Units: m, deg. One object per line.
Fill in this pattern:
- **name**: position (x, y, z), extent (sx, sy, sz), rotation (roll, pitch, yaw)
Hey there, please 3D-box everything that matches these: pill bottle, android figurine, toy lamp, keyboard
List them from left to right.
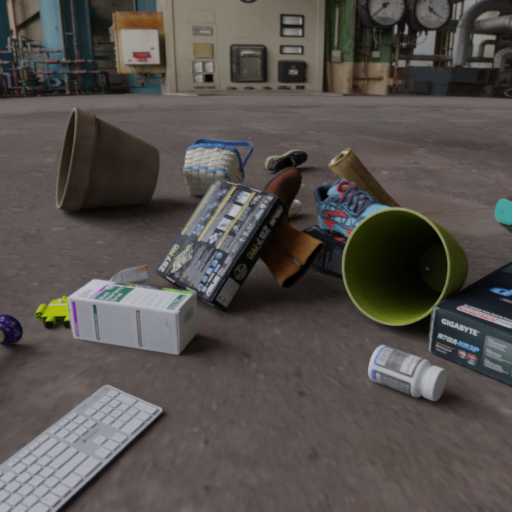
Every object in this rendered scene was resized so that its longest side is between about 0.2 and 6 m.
- **toy lamp**: position (-3.682, 1.357, 7.136), extent (0.536, 0.536, 1.841), rotation (3, 19, 7)
- **keyboard**: position (-2.129, 2.185, 5.418), extent (0.858, 0.163, 3.050), rotation (10, 23, 24)
- **android figurine**: position (-3.018, 0.868, 8.854), extent (0.839, 0.189, 0.922), rotation (-1, 23, -3)
- **pill bottle**: position (0.744, -1.140, 13.765), extent (0.442, 0.442, 0.847), rotation (19, 27, 40)
- **pill bottle**: position (1.862, 1.450, 6.900), extent (0.840, 0.478, 0.478), rotation (16, 26, 37)

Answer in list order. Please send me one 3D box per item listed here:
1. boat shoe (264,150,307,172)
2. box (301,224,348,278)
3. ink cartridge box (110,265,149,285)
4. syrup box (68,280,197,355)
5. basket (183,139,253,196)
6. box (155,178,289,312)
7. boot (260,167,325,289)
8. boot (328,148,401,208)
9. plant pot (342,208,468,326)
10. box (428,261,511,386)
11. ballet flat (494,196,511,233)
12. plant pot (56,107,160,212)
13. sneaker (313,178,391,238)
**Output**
- **boat shoe**: position (1.095, -3.105, 18.772), extent (1.834, 0.671, 0.594), rotation (-22, 38, -33)
- **box**: position (1.625, -0.177, 10.744), extent (1.150, 0.658, 1.263), rotation (19, 26, 32)
- **ink cartridge box**: position (-2.382, 0.410, 9.375), extent (1.079, 0.271, 0.875), rotation (-8, -5, -20)
- **syrup box**: position (-1.780, 0.862, 8.130), extent (1.736, 0.707, 0.684), rotation (7, 22, 16)
- **basket**: position (-1.179, -2.626, 15.960), extent (1.799, 1.419, 2.041), rotation (7, 53, 16)
- **box**: position (-0.618, -0.250, 9.557), extent (1.660, 2.060, 0.506), rotation (22, -14, 42)
- **boot**: position (0.563, -0.562, 9.717), extent (0.651, 1.791, 1.903), rotation (40, 1, -35)
- **boot**: position (2.363, -1.298, 11.683), extent (0.702, 2.121, 1.858), rotation (-45, 7, 0)
- **plant pot**: position (2.604, 0.169, 8.938), extent (1.740, 1.740, 1.859), rotation (18, 11, 40)
- **box**: position (4.372, 1.102, 7.418), extent (2.560, 0.741, 3.221), rotation (-19, 28, -40)
- **ballet flat**: position (5.977, -0.752, 12.164), extent (0.928, 0.922, 2.712), rotation (11, 23, 7)
- **plant pot**: position (-3.775, -2.285, 14.437), extent (2.251, 2.594, 2.594), rotation (8, 16, -25)
- **sneaker**: position (1.612, -0.860, 9.821), extent (0.789, 0.950, 1.990), rotation (-35, 25, -21)
